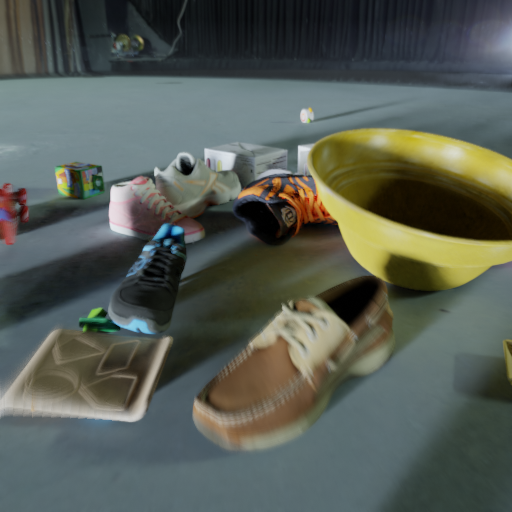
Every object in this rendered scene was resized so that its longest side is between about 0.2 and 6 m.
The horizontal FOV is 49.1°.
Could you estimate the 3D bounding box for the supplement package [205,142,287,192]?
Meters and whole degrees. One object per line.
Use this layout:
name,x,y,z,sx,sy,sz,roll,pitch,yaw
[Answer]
supplement package,-0.240,-2.043,12.896,1.530,0.848,1.192,17,27,37

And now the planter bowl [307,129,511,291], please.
planter bowl,2.364,-0.521,8.118,3.529,1.470,3.529,6,33,-4

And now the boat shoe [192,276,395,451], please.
boat shoe,0.469,0.892,5.656,1.026,1.002,2.712,19,29,38

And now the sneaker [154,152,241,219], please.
sneaker,-1.102,-1.545,11.168,0.963,1.170,2.544,0,19,26

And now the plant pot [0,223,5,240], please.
plant pot,-5.146,-1.089,9.769,1.534,1.518,1.534,0,22,0

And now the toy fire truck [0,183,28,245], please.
toy fire truck,-4.056,-0.707,9.211,0.485,0.865,0.727,-1,41,-15

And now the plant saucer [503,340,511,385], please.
plant saucer,3.055,1.230,5.901,0.840,0.203,0.840,8,23,18

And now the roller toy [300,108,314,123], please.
roller toy,1.939,-5.284,21.134,0.382,0.547,0.499,-10,12,-23

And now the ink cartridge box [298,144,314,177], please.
ink cartridge box,1.482,-2.078,12.839,1.634,0.957,0.550,-13,25,-31

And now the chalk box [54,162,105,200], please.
chalk box,-3.758,-1.635,12.203,1.036,0.646,0.642,12,26,30

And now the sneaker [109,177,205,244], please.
sneaker,-1.793,-0.827,9.814,1.938,1.013,0.730,13,24,25

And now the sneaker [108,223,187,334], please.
sneaker,-1.337,0.238,7.172,0.785,0.878,2.144,15,21,-8

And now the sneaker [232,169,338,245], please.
sneaker,1.058,-0.782,9.745,3.192,1.238,1.788,0,24,27

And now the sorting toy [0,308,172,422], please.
sorting toy,-1.671,1.112,6.083,1.455,0.290,1.969,2,23,3
